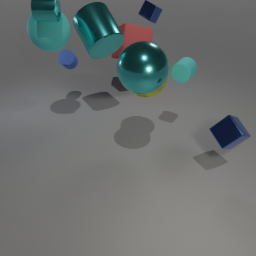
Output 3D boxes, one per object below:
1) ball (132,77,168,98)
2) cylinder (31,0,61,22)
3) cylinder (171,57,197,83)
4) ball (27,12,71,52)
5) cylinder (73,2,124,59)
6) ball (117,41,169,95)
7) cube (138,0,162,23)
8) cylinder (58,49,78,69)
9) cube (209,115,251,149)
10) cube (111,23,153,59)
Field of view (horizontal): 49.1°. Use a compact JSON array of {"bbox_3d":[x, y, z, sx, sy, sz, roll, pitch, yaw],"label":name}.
[{"bbox_3d":[0.579,-1.672,8.908,1.400,1.400,1.400,0,31,0],"label":"ball"},{"bbox_3d":[-2.418,-3.524,8.313,0.700,0.700,0.700,2,31,2],"label":"cylinder"},{"bbox_3d":[1.921,-1.994,9.635,0.700,0.700,0.700,16,38,25],"label":"cylinder"},{"bbox_3d":[-2.622,-3.268,9.319,1.400,1.400,1.400,0,31,0],"label":"ball"},{"bbox_3d":[-1.048,-3.451,9.996,1.400,1.400,1.400,-22,77,-32],"label":"cylinder"},{"bbox_3d":[0.396,-1.602,7.515,1.400,1.400,1.400,0,31,0],"label":"ball"},{"bbox_3d":[1.038,-5.371,12.961,0.700,0.700,0.700,38,24,18],"label":"cube"},{"bbox_3d":[-2.552,-2.923,11.968,0.700,0.700,0.700,2,0,3],"label":"cylinder"},{"bbox_3d":[2.886,0.130,7.931,0.700,0.700,0.700,6,50,-50],"label":"cube"},{"bbox_3d":[0.165,-3.922,13.050,1.400,1.400,1.400,4,6,-24],"label":"cube"}]
